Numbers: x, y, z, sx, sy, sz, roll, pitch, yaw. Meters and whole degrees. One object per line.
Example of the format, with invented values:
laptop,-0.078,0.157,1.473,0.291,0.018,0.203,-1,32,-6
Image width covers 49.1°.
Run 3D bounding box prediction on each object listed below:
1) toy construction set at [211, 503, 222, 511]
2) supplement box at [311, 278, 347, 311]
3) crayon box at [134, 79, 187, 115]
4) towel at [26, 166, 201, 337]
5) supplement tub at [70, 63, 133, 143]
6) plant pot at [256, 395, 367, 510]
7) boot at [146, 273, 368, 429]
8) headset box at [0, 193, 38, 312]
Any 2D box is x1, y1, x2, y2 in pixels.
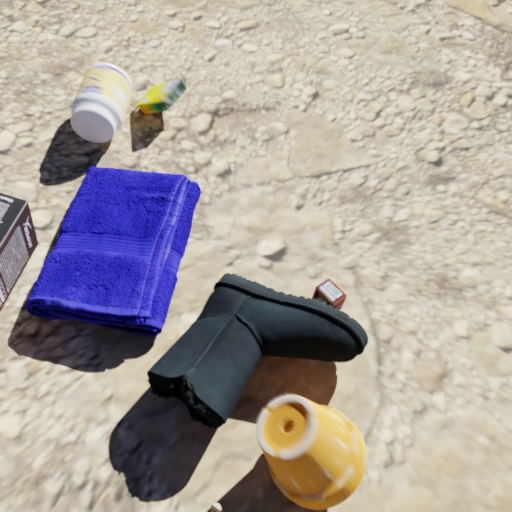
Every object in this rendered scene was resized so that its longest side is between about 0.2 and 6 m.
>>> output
toy construction set,-0.162,3.797,6.633,1.499,1.381,1.798,-27,60,-17
supplement box,1.148,0.747,9.088,0.341,0.661,0.433,-30,61,-29
crayon box,-2.033,-3.341,11.822,1.101,0.280,0.699,8,55,47
towel,-2.376,-0.258,9.705,2.327,0.781,3.152,9,57,5
supplement tub,-3.151,-3.108,11.412,1.026,1.026,1.411,4,54,3
plant pot,0.630,2.466,7.348,1.327,1.215,1.327,-18,46,19
boot,0.007,1.589,8.286,2.711,1.035,2.278,20,55,21
headset box,-5.552,0.553,8.484,2.845,1.476,3.823,17,58,-2
